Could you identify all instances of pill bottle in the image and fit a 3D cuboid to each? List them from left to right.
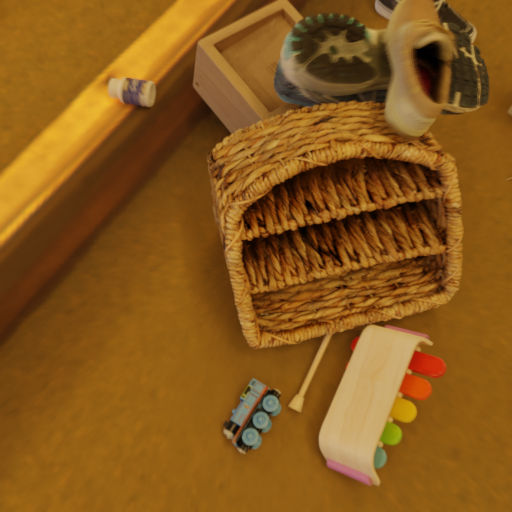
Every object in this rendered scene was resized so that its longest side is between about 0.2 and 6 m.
[{"bbox_3d":[-2.251,-2.977,10.139,0.762,0.456,0.456,10,65,5],"label":"pill bottle"}]

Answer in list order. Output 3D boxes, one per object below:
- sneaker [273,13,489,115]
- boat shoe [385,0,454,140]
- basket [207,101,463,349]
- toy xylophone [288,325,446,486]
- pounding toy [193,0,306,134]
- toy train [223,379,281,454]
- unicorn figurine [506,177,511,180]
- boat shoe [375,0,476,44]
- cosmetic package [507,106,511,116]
[{"bbox_3d":[1.863,-2.712,8.426,3.415,1.474,1.325,4,80,-17],"label":"sneaker"},{"bbox_3d":[2.185,-2.582,7.231,0.817,0.733,2.209,13,68,-19],"label":"boat shoe"},{"bbox_3d":[1.134,-0.507,7.784,3.285,2.345,2.447,-11,57,-6],"label":"basket"},{"bbox_3d":[1.457,1.828,7.677,1.638,0.562,2.237,20,71,44],"label":"toy xylophone"},{"bbox_3d":[0.869,-2.712,9.605,2.617,1.363,2.979,-35,80,-20],"label":"pounding toy"},{"bbox_3d":[-0.056,2.208,7.727,0.556,0.422,0.973,27,69,22],"label":"toy train"},{"bbox_3d":[5.059,-1.603,9.441,1.352,0.499,0.928,15,77,1],"label":"unicorn figurine"},{"bbox_3d":[3.311,-4.765,10.835,2.113,0.716,0.758,35,70,15],"label":"boat shoe"},{"bbox_3d":[4.939,-2.900,9.701,0.475,1.170,0.660,40,71,17],"label":"cosmetic package"}]
